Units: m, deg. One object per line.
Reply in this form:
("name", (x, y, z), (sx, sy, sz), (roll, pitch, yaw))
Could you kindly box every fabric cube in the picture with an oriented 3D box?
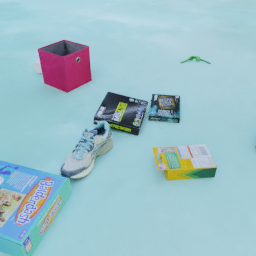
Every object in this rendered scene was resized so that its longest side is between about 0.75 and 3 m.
("fabric cube", (-2.821, -2.851, 12.751), (1.693, 1.687, 1.661), (23, 40, 29))

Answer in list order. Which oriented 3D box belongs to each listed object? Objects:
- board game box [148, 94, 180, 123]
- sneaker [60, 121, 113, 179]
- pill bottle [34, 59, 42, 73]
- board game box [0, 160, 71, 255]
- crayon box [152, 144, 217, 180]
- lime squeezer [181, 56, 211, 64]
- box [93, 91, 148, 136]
("board game box", (1.465, -0.815, 11.105), (1.184, 0.246, 1.750), (5, 36, 7))
("sneaker", (-1.288, 0.561, 8.489), (0.905, 1.007, 2.333), (16, 38, 21))
("pill bottle", (-4.135, -3.276, 14.166), (0.735, 0.735, 1.309), (13, 37, 18))
("board game box", (-3.133, 1.836, 7.016), (2.743, 0.617, 2.086), (11, 37, 15))
("crayon box", (1.620, 1.007, 8.354), (1.703, 0.439, 1.071), (-2, 35, -4))
("lime squeezer", (3.659, -3.711, 15.174), (1.614, 0.304, 0.570), (3, 35, 3))
("box", (-0.220, -0.583, 10.364), (1.679, 0.413, 1.738), (17, 42, 4))
